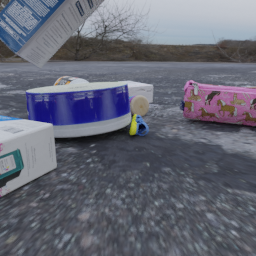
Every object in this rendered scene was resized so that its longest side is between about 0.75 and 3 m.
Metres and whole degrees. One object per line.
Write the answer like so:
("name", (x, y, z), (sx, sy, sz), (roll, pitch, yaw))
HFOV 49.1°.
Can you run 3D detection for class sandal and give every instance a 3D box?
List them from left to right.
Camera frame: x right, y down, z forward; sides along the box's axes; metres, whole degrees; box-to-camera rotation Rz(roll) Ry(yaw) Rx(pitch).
("sandal", (0.317, -0.053, 7.686), (0.492, 0.449, 1.129), (11, 22, -1))

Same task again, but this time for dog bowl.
("dog bowl", (-1.352, -0.620, 7.888), (2.832, 1.115, 2.832), (-4, 13, 1))

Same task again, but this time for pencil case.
("pencil case", (3.109, -0.722, 8.344), (2.960, 1.225, 1.280), (9, 4, 23))

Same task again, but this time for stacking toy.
("stacking toy", (0.001, -0.824, 10.040), (0.736, 0.736, 1.723), (-9, 12, -29))

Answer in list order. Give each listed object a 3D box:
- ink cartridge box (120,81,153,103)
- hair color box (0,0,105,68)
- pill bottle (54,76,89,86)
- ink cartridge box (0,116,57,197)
("ink cartridge box", (0.021, -1.535, 12.075), (1.338, 0.776, 1.847), (-10, 19, -32))
("hair color box", (-1.375, -2.562, 5.707), (0.810, 2.677, 1.339), (44, 1, 1))
("pill bottle", (-2.046, -1.374, 10.866), (1.160, 1.160, 1.993), (-10, 18, -32))
("ink cartridge box", (-2.692, 0.571, 4.475), (1.603, 0.928, 2.758), (9, 18, 28))
